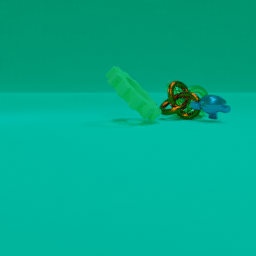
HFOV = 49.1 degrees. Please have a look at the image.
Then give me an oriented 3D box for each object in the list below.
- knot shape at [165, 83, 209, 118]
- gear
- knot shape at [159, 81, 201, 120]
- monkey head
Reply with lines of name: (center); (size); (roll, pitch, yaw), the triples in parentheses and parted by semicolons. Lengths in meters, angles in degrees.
knot shape: (2.027, -1.045, 9.984); (1.665, 0.822, 1.780); (37, 40, 22)
gear: (0.179, -0.989, 8.090); (1.887, 0.349, 1.887); (41, 16, -15)
knot shape: (1.578, -0.799, 9.032); (1.281, 1.368, 0.632); (-28, -24, -1)
monkey head: (2.503, -0.582, 8.378); (1.189, 0.855, 0.716); (11, 27, 30)
